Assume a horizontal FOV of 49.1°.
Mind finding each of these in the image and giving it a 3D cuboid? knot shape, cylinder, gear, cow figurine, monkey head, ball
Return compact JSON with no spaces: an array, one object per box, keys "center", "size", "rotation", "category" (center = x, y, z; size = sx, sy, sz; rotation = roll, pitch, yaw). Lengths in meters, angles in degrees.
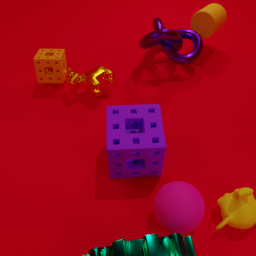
[{"center":[1.315,-2.924,9.184],"size":[2.058,0.951,1.926],"rotation":[9,34,-17],"category":"knot shape"},{"center":[2.702,-3.588,9.374],"size":[0.883,0.883,0.883],"rotation":[33,52,23],"category":"cylinder"},{"center":[0.189,2.279,4.842],"size":[1.933,1.933,0.357],"rotation":[-7,56,-5],"category":"gear"},{"center":[-1.199,-1.511,8.366],"size":[1.250,0.697,1.270],"rotation":[38,67,14],"category":"cow figurine"},{"center":[2.426,1.702,5.927],"size":[1.315,0.946,0.792],"rotation":[-12,64,-7],"category":"monkey head"},{"center":[1.071,1.659,5.905],"size":[1.053,1.053,1.053],"rotation":[0,52,0],"category":"ball"}]

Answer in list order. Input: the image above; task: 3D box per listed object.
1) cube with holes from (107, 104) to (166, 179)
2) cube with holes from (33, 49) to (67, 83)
[{"center":[0.155,0.337,6.778],"size":[1.268,1.268,1.268],"rotation":[-2,52,-1],"category":"cube with holes"},{"center":[-2.328,-1.887,8.505],"size":[0.768,0.768,0.768],"rotation":[0,37,-2],"category":"cube with holes"}]
